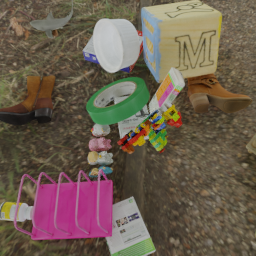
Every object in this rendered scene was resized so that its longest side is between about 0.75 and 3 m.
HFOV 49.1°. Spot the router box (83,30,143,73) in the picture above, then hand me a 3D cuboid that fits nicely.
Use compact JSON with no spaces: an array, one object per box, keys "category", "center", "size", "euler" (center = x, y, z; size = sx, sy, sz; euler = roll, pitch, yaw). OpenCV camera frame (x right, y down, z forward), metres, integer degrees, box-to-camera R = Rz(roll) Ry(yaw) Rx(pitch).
[{"category":"router box","center":[-0.583,-3.903,13.386],"size":[2.420,0.591,2.172],"euler":[19,63,12]}]

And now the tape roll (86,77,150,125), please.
[{"category":"tape roll","center":[-0.402,-1.104,11.013],"size":[2.488,0.598,2.488],"euler":[-19,30,12]}]

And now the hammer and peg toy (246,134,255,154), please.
[{"category":"hammer and peg toy","center":[5.794,0.868,10.395],"size":[2.337,0.824,1.719],"euler":[38,66,21]}]

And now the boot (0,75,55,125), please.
[{"category":"boot","center":[-4.264,-1.351,11.775],"size":[2.268,0.825,2.409],"euler":[-6,58,-3]}]

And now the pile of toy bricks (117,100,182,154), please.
[{"category":"pile of toy bricks","center":[0.736,0.208,7.912],"size":[1.023,1.150,2.073],"euler":[52,46,-1]}]

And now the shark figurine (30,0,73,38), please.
[{"category":"shark figurine","center":[-3.660,-5.604,14.294],"size":[2.484,1.037,1.484],"euler":[-29,64,-14]}]

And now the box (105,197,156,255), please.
[{"category":"box","center":[-0.099,3.370,9.162],"size":[1.356,0.341,1.879],"euler":[-19,59,-11]}]

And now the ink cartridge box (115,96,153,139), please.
[{"category":"ink cartridge box","center":[0.202,-0.405,11.232],"size":[1.266,0.727,1.743],"euler":[-8,59,-5]}]

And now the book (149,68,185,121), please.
[{"category":"book","center":[1.235,-1.070,9.299],"size":[0.390,1.625,1.086],"euler":[25,31,-16]}]

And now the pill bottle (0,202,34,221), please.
[{"category":"pill bottle","center":[-3.690,2.795,9.333],"size":[1.045,0.586,0.586],"euler":[3,58,4]}]

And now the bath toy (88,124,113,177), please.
[{"category":"bath toy","center":[-1.114,0.760,10.551],"size":[0.924,0.785,2.124],"euler":[24,50,-39]}]

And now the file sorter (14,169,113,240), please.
[{"category":"file sorter","center":[-1.932,2.358,8.793],"size":[2.636,1.653,1.832],"euler":[-5,59,7]}]

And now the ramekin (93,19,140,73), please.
[{"category":"ramekin","center":[-0.410,-3.107,10.429],"size":[0.933,1.914,1.914],"euler":[-23,60,-31]}]

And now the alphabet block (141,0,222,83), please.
[{"category":"alphabet block","center":[2.129,-3.720,11.847],"size":[2.584,2.537,2.524],"euler":[-10,39,-6]}]

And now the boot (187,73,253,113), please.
[{"category":"boot","center":[3.819,-1.651,11.923],"size":[2.540,0.936,1.965],"euler":[-1,54,-4]}]
